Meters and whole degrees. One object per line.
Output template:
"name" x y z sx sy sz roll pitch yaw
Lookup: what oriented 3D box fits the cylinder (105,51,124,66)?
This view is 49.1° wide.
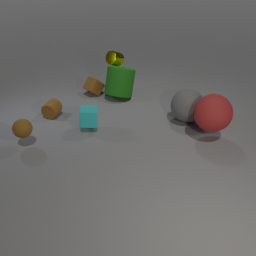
"cylinder" -0.667 -3.537 14.268 0.700 0.700 0.700 21 16 33

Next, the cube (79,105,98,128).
"cube" -1.569 -0.460 11.201 0.700 0.700 0.700 1 28 -7

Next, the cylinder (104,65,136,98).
"cylinder" -0.405 -2.331 14.044 1.400 1.400 1.400 8 15 -2

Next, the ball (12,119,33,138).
"ball" -3.795 0.014 10.070 0.700 0.700 0.700 0 29 0

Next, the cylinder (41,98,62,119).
"cylinder" -3.367 -0.852 12.388 0.700 0.700 0.700 7 33 12

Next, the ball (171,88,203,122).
"ball" 2.490 -0.953 11.714 1.400 1.400 1.400 0 29 0

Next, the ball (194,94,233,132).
"ball" 3.134 -0.556 10.313 1.400 1.400 1.400 0 29 0

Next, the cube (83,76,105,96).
"cube" -1.769 -2.164 14.498 0.700 0.700 0.700 28 1 41
